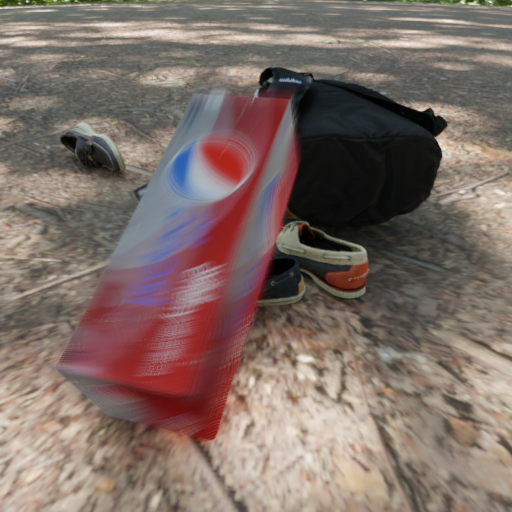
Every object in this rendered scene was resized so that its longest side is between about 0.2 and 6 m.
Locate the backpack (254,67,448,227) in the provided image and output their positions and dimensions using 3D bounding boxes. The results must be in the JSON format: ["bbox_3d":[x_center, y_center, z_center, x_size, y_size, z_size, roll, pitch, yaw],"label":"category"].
[{"bbox_3d":[1.257,-2.241,11.366,3.513,2.664,4.209,3,27,-19],"label":"backpack"}]

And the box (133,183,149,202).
[{"bbox_3d":[-1.752,-1.216,11.569,1.153,0.291,1.613,-30,41,-13],"label":"box"}]

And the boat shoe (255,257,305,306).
[{"bbox_3d":[-0.352,0.424,8.792,2.289,0.712,0.854,-6,33,-7],"label":"boat shoe"}]

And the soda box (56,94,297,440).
[{"bbox_3d":[-0.697,-0.109,7.367,1.582,1.433,4.520,9,57,15],"label":"soda box"}]

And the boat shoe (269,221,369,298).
[{"bbox_3d":[0.879,-0.166,9.681,0.924,0.812,2.595,-24,37,-31],"label":"boat shoe"}]

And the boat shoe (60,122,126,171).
[{"bbox_3d":[-4.034,-2.573,13.741,0.809,0.898,2.496,-33,46,-23],"label":"boat shoe"}]
